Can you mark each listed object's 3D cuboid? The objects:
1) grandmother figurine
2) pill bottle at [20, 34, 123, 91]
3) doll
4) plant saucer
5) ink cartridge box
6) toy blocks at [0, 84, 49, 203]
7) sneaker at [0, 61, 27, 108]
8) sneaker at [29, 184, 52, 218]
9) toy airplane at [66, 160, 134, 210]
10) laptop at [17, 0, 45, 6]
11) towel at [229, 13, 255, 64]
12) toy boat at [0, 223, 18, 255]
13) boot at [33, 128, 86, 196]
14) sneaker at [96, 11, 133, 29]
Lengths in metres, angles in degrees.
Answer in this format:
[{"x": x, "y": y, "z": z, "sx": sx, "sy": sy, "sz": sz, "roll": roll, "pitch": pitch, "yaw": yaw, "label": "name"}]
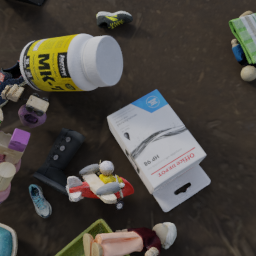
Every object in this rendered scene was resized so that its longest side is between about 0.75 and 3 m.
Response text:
[{"x": 0.221, "y": 2.681, "z": 6.673, "sx": 2.354, "sy": 1.428, "sz": 0.713, "roll": 0, "pitch": 105, "yaw": -33, "label": "grandmother figurine"}, {"x": -1.636, "y": -1.859, "z": 8.128, "sx": 2.759, "sy": 1.577, "sz": 1.577, "roll": 4, "pitch": 64, "yaw": 31, "label": "pill bottle"}, {"x": 4.244, "y": -2.726, "z": 9.550, "sx": 1.727, "sy": 0.613, "sz": 2.532, "roll": 19, "pitch": 68, "yaw": -13, "label": "doll"}, {"x": -0.859, "y": 4.112, "z": 6.578, "sx": 2.722, "sy": 0.653, "sz": 2.726, "roll": -37, "pitch": 71, "yaw": -15, "label": "plant saucer"}, {"x": 0.917, "y": 0.601, "z": 7.876, "sx": 1.728, "sy": 0.995, "sz": 2.984, "roll": -30, "pitch": 70, "yaw": -11, "label": "ink cartridge box"}, {"x": -4.089, "y": 0.408, "z": 7.567, "sx": 2.758, "sy": 2.485, "sz": 2.952, "roll": 25, "pitch": 43, "yaw": -18, "label": "toy blocks"}, {"x": -3.967, "y": -1.396, "z": 8.884, "sx": 0.730, "sy": 0.823, "sz": 1.947, "roll": 34, "pitch": 71, "yaw": 14, "label": "sneaker"}, {"x": -2.446, "y": 1.986, "z": 7.623, "sx": 0.397, "sy": 0.442, "sz": 1.023, "roll": -32, "pitch": 70, "yaw": -12, "label": "sneaker"}, {"x": -0.764, "y": 1.390, "z": 7.211, "sx": 1.663, "sy": 1.655, "sz": 1.173, "roll": 19, "pitch": 95, "yaw": 18, "label": "toy airplane"}, {"x": -4.087, "y": -5.353, "z": 10.466, "sx": 1.841, "sy": 1.073, "sz": 2.077, "roll": 18, "pitch": 68, "yaw": 7, "label": "laptop"}, {"x": 4.458, "y": -3.056, "z": 9.387, "sx": 2.224, "sy": 0.341, "sz": 1.659, "roll": -21, "pitch": 81, "yaw": -26, "label": "towel"}, {"x": -3.377, "y": 3.619, "z": 6.428, "sx": 2.414, "sy": 1.335, "sz": 2.872, "roll": -41, "pitch": 72, "yaw": -17, "label": "toy boat"}, {"x": -1.698, "y": 0.927, "z": 7.997, "sx": 1.403, "sy": 0.559, "sz": 1.702, "roll": 23, "pitch": 66, "yaw": 17, "label": "boot"}, {"x": -0.497, "y": -3.851, "z": 10.180, "sx": 1.363, "sy": 0.508, "sz": 0.577, "roll": 3, "pitch": 72, "yaw": 11, "label": "sneaker"}]
